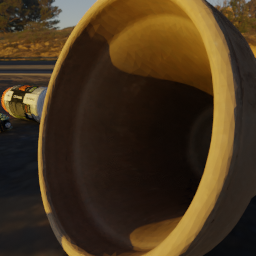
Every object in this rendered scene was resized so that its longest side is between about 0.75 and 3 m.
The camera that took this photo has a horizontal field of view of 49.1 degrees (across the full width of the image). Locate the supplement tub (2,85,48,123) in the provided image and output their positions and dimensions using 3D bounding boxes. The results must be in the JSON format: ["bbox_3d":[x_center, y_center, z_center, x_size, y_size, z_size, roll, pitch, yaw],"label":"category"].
[{"bbox_3d":[-2.791,-0.717,8.077,1.657,1.015,1.015,10,19,30],"label":"supplement tub"}]

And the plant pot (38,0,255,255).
[{"bbox_3d":[0.580,0.075,3.242,2.312,2.651,2.651,8,8,-39],"label":"plant pot"}]

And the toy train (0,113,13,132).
[{"bbox_3d":[-3.361,-0.120,7.216,0.520,0.389,0.913,-25,28,-36],"label":"toy train"}]
